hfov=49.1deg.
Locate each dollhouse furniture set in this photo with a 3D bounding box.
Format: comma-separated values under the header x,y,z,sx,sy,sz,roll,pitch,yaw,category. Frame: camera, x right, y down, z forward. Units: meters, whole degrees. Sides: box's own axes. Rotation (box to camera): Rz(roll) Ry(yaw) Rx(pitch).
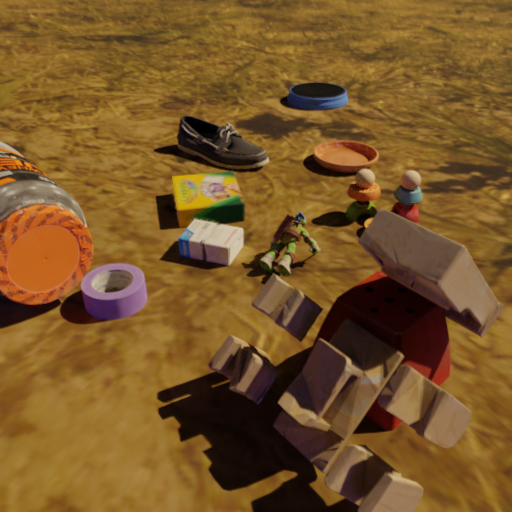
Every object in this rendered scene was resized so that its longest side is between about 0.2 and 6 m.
x,y,z,sx,sy,sz,roll,pitch,yaw,category
1.199,0.986,5.617,2.182,1.546,2.376,33,88,42,dollhouse furniture set

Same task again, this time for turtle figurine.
x,y,z,sx,sy,sz,roll,pitch,yaw,category
0.522,-0.069,8.307,0.711,0.988,0.958,32,60,6,turtle figurine

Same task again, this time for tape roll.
x,y,z,sx,sy,sz,roll,pitch,yaw,category
-1.892,0.469,7.479,0.824,0.350,0.824,0,32,0,tape roll

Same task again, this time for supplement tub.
x,y,z,sx,sy,sz,roll,pitch,yaw,category
-3.454,-0.505,7.785,1.650,1.650,2.692,-25,40,-33,supplement tub

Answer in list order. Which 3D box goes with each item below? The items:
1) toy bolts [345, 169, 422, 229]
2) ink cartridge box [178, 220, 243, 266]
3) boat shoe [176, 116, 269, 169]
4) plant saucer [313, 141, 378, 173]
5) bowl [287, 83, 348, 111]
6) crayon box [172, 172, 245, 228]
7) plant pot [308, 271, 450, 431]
x,y,z,sx,sy,sz,roll,pitch,yaw,category
2.194,-0.916,9.163,1.222,0.848,1.167,-7,33,-11,toy bolts
-0.678,-0.209,8.520,0.830,0.350,0.606,12,36,16,ink cartridge box
-0.744,-2.362,11.533,2.266,0.711,0.823,22,39,30,boat shoe
1.816,-2.005,11.419,1.319,0.247,1.319,0,34,0,plant saucer
1.627,-4.249,14.838,1.611,0.316,1.611,0,33,0,bowl
-0.851,-1.012,9.752,1.111,0.375,1.288,-6,34,-10,crayon box
1.381,0.901,6.139,1.220,1.075,1.219,-28,42,-35,plant pot
